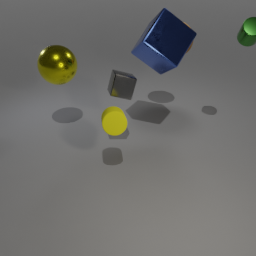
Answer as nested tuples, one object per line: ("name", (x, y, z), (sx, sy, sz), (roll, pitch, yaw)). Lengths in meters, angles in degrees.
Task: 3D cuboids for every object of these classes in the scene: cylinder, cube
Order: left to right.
("cylinder", (-0.403, -0.211, 7.991), (0.700, 0.700, 0.700), (-4, 17, -6))
("cube", (-0.198, -1.371, 8.859), (0.700, 0.700, 0.700), (10, 21, -16))
("cube", (1.187, -2.895, 9.602), (1.400, 1.400, 1.400), (33, -8, -13))
("cylinder", (4.081, -3.195, 9.328), (0.700, 0.700, 0.700), (4, -12, 6))

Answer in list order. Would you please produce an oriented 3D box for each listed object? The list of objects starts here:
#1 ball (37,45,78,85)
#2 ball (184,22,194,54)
("ball", (-2.516, -2.248, 10.021), (1.400, 1.400, 1.400), (0, 30, 0))
("ball", (1.940, -3.587, 11.320), (1.400, 1.400, 1.400), (0, 30, 0))
